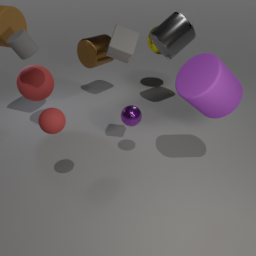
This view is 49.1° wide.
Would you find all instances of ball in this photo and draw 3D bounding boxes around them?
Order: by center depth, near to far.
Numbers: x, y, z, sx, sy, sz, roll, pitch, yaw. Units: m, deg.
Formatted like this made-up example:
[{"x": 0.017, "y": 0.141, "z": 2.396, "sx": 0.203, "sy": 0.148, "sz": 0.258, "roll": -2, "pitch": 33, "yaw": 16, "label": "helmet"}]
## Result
[{"x": -1.991, "y": -0.188, "z": 7.367, "sx": 0.700, "sy": 0.700, "sz": 0.700, "roll": 0, "pitch": 31, "yaw": 0, "label": "ball"}, {"x": 0.106, "y": -0.397, "z": 9.205, "sx": 0.700, "sy": 0.700, "sz": 0.700, "roll": 0, "pitch": 31, "yaw": 0, "label": "ball"}, {"x": -3.601, "y": -1.751, "z": 10.939, "sx": 1.400, "sy": 1.400, "sz": 1.400, "roll": 0, "pitch": 31, "yaw": 0, "label": "ball"}, {"x": 1.657, "y": -4.386, "z": 13.972, "sx": 1.400, "sy": 1.400, "sz": 1.400, "roll": 0, "pitch": 31, "yaw": 0, "label": "ball"}]

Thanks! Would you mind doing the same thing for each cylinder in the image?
[{"x": 2.300, "y": -1.166, "z": 7.957, "sx": 1.400, "sy": 1.400, "sz": 1.400, "roll": 29, "pitch": 10, "yaw": -40, "label": "cylinder"}, {"x": -3.430, "y": -2.721, "z": 9.132, "sx": 0.700, "sy": 0.700, "sz": 0.700, "roll": -19, "pitch": 44, "yaw": 19, "label": "cylinder"}, {"x": -4.674, "y": -3.687, "z": 10.128, "sx": 1.400, "sy": 1.400, "sz": 1.400, "roll": 12, "pitch": 33, "yaw": 19, "label": "cylinder"}, {"x": 1.880, "y": -3.892, "z": 11.851, "sx": 1.400, "sy": 1.400, "sz": 1.400, "roll": -41, "pitch": 36, "yaw": 3, "label": "cylinder"}, {"x": -1.530, "y": -3.769, "z": 13.732, "sx": 1.400, "sy": 1.400, "sz": 1.400, "roll": 23, "pitch": 37, "yaw": 34, "label": "cylinder"}]

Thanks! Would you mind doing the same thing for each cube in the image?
[{"x": -0.163, "y": -2.374, "z": 7.950, "sx": 0.700, "sy": 0.700, "sz": 0.700, "roll": 19, "pitch": -11, "yaw": -9, "label": "cube"}]
